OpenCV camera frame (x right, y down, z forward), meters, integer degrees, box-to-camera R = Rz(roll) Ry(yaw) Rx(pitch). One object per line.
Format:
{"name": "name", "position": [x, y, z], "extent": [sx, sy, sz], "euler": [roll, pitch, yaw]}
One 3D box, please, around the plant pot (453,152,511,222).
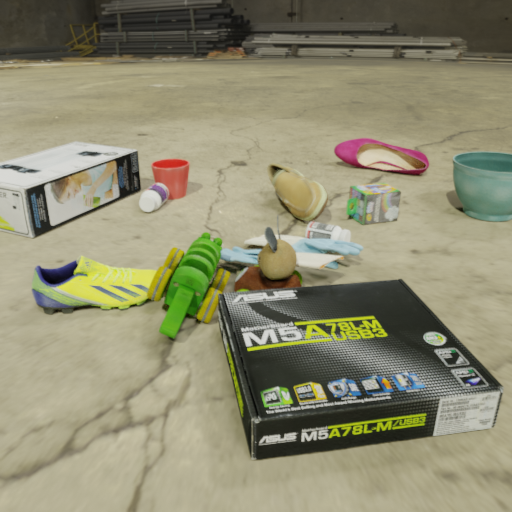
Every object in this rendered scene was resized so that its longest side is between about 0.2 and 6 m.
{"name": "plant pot", "position": [4.877, -1.393, 11.537], "extent": [1.716, 1.149, 1.716], "euler": [-1, 24, 0]}

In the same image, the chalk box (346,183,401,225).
{"name": "chalk box", "position": [2.283, -1.053, 11.374], "extent": [1.062, 0.661, 0.657], "euler": [-6, 25, -17]}

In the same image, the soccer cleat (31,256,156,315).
{"name": "soccer cleat", "position": [-2.245, 0.358, 8.059], "extent": [1.877, 0.785, 0.607], "euler": [-6, 25, -13]}

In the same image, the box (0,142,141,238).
{"name": "box", "position": [-4.291, -1.542, 12.022], "extent": [1.968, 1.014, 3.374], "euler": [11, 26, 23]}

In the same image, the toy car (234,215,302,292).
{"name": "toy car", "position": [0.181, 0.098, 8.041], "extent": [1.005, 1.274, 1.046], "euler": [6, 25, 13]}

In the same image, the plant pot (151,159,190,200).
{"name": "plant pot", "position": [-1.932, -1.733, 12.748], "extent": [0.877, 0.776, 0.877], "euler": [1, 25, 0]}

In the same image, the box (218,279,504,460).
{"name": "box", "position": [0.987, 1.132, 6.544], "extent": [2.619, 0.622, 2.530], "euler": [-4, 27, -9]}

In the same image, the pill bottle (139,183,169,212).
{"name": "pill bottle", "position": [-2.211, -1.236, 12.028], "extent": [0.459, 0.459, 0.823], "euler": [4, 24, 9]}

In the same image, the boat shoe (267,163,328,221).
{"name": "boat shoe", "position": [0.710, -1.398, 11.609], "extent": [0.871, 0.819, 2.287], "euler": [32, 8, -25]}

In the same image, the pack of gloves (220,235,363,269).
{"name": "pack of gloves", "position": [0.565, 0.055, 9.279], "extent": [2.151, 0.424, 1.807], "euler": [6, 16, 35]}

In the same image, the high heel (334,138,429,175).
{"name": "high heel", "position": [3.243, -2.550, 14.569], "extent": [2.411, 0.812, 1.157], "euler": [15, 14, 1]}

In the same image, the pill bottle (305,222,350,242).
{"name": "pill bottle", "position": [1.291, -0.352, 10.088], "extent": [0.736, 0.426, 0.426], "euler": [13, 27, 26]}

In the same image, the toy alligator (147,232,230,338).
{"name": "toy alligator", "position": [-0.801, 0.072, 8.264], "extent": [0.941, 0.861, 3.172], "euler": [25, 25, -3]}
